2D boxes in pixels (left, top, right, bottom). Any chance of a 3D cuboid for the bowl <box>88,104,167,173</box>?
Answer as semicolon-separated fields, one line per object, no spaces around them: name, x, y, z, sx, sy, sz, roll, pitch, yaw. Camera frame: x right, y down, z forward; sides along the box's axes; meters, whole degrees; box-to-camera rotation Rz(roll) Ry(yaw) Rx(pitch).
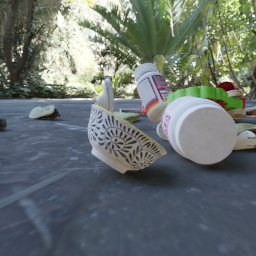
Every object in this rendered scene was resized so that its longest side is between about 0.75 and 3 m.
bowl;-0.163;0.321;5.022;1.587;0.745;1.587;32;-4;3

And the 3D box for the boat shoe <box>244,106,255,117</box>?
boat shoe;6.379;-0.925;15.842;1.930;0.604;0.687;0;9;13

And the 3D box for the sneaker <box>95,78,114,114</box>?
sneaker;-0.943;-0.969;11.137;0.713;2.014;0.735;-4;28;-10

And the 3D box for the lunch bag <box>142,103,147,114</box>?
lunch bag;1.888;-1.193;15.832;2.083;0.969;2.364;-11;17;-29

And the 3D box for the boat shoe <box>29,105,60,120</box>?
boat shoe;-4.391;-0.700;14.630;2.025;0.727;0.685;-3;-31;35

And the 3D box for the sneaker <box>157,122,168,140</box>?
sneaker;1.772;-0.107;8.974;2.163;0.797;1.250;-17;0;-15

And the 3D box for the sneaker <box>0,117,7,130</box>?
sneaker;-5.440;-0.235;10.544;1.635;0.625;0.936;12;6;33

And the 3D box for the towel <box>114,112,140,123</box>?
towel;-0.384;-0.512;13.525;1.588;0.391;2.141;4;9;22

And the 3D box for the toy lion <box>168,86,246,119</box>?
toy lion;2.476;-0.776;9.797;2.641;0.946;2.755;6;-12;-22

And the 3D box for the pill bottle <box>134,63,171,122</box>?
pill bottle;1.077;-1.494;11.563;1.260;2.299;1.260;-14;-29;-8

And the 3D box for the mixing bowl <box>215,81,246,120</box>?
mixing bowl;4.859;-1.144;13.459;1.093;2.018;2.018;14;2;-21

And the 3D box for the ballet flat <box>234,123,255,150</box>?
ballet flat;3.144;0.249;7.067;2.003;0.708;0.708;-3;8;-22

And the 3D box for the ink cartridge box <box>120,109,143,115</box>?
ink cartridge box;0.176;-1.022;17.595;1.378;0.484;1.695;-1;0;-4

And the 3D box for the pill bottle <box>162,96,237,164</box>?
pill bottle;1.510;-0.024;6.322;1.325;1.325;2.337;0;8;2
